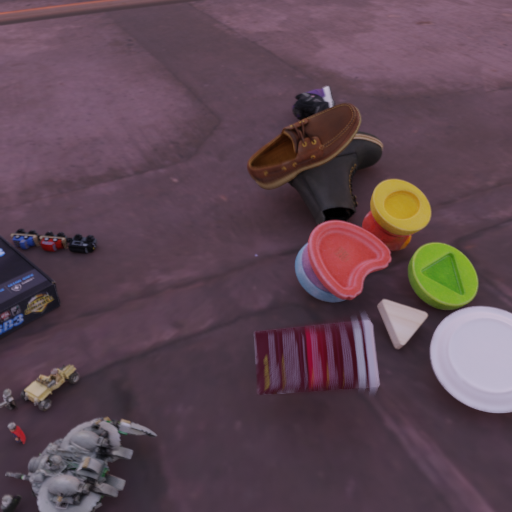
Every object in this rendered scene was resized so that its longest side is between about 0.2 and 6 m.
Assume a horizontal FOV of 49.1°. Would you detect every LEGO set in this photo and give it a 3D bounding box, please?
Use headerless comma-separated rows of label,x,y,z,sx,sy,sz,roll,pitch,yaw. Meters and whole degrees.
LEGO set,-2.176,2.126,6.268,2.615,0.741,1.698,28,46,30

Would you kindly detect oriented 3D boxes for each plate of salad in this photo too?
plate of salad,2.976,1.325,7.192,1.440,0.346,1.440,-5,56,7

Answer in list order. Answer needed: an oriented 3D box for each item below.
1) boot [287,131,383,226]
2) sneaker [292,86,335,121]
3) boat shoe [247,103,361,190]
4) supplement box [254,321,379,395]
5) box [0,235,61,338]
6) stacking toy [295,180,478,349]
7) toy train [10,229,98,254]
boot,1.720,-1.406,10.790,2.627,1.018,1.817,-14,58,-28
sneaker,1.349,-3.299,13.148,0.972,0.841,2.221,-6,30,5
boat shoe,0.805,-1.928,9.682,2.177,0.735,0.784,-31,69,14
supplement box,0.716,1.238,6.738,1.412,0.430,0.768,-7,75,14
box,-4.487,0.584,8.385,2.183,0.547,2.200,32,48,32
stacking toy,2.001,0.258,8.842,2.548,1.076,2.307,-29,72,-27
toy train,-3.504,-0.229,9.630,1.542,0.263,0.353,5,51,6
